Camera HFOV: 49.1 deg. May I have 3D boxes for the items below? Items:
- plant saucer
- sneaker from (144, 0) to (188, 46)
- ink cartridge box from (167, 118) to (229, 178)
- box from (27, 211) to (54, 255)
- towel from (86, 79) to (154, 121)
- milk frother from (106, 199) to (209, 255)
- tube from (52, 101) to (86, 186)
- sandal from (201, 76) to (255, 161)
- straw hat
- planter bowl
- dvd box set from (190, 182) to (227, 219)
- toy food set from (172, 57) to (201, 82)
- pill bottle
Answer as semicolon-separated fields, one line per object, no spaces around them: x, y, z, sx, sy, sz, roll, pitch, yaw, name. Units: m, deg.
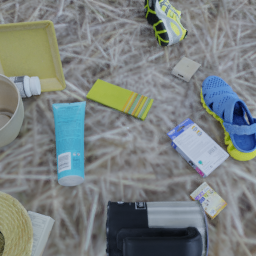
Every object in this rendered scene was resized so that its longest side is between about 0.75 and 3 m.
-3.335;-2.273;9.087;2.318;2.317;0.561;-6;34;-3;plant saucer
1.388;-4.340;10.767;1.058;1.044;2.769;-12;73;-14;sneaker
2.049;0.566;8.422;1.004;0.353;1.683;-35;70;-20;ink cartridge box
-2.440;2.892;7.073;0.657;0.538;1.384;14;63;7;box
-0.265;-0.962;9.358;2.130;0.192;0.916;22;59;12;towel
0.634;3.055;6.564;2.282;2.190;2.426;-1;105;0;milk frother
-1.751;0.314;8.428;1.078;0.702;2.785;-3;57;-9;tube
3.190;-0.536;8.512;1.160;1.271;2.919;-19;62;-8;sandal
-3.553;2.919;6.681;2.811;1.190;2.811;1;59;-2;straw hat
-4.069;-0.307;8.245;2.213;1.489;2.213;0;62;-1;planter bowl
2.232;2.002;7.777;0.626;0.126;0.855;-37;68;-19;dvd box set
2.073;-2.083;9.912;0.688;0.290;0.959;31;58;16;toy food set
-3.534;-1.335;9.131;1.227;0.698;0.698;-6;62;-5;pill bottle
